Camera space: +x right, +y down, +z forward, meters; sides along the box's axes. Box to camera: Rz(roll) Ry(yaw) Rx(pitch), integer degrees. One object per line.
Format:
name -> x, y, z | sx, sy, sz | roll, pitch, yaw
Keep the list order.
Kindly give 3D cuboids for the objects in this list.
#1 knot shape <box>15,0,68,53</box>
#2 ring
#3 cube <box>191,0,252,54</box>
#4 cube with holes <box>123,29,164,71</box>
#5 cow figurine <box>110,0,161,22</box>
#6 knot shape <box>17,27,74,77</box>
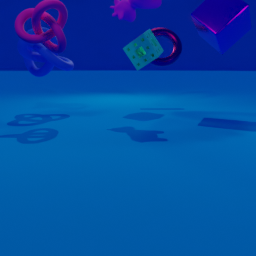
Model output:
knot shape -> -2.266, -2.646, 7.308 | 1.319, 1.410, 0.651 | 3, 33, -6
ring -> 1.312, -3.234, 11.161 | 1.692, 1.692, 0.338 | 0, -15, -1
cube -> 2.891, -3.300, 8.662 | 1.202, 1.202, 1.202 | 54, 12, 29
cube with holes -> 0.542, -2.693, 9.629 | 0.891, 0.891, 0.891 | -28, 15, 30
cow figurine -> 0.209, -3.625, 7.740 | 1.419, 0.792, 1.442 | -12, -21, -5
knot shape -> -2.782, -2.460, 9.059 | 1.903, 0.879, 1.781 | 8, -26, 13
